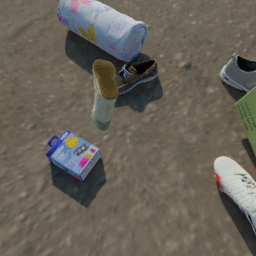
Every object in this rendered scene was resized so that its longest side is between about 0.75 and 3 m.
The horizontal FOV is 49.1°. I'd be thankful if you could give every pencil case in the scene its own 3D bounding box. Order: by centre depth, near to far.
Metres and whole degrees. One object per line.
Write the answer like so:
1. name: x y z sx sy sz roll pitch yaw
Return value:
1. pencil case: -0.787 -3.175 8.523 2.854 1.186 1.294 33 66 18

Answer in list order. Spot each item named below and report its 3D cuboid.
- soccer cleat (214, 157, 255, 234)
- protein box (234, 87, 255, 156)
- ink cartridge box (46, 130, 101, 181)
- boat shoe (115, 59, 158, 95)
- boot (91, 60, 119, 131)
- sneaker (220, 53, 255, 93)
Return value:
1. soccer cleat: 2.652 1.495 5.951 0.777 0.965 2.264 -20 62 -12
2. protein box: 3.749 -0.111 5.939 1.462 2.167 2.152 -14 75 -9
3. ink cartridge box: -1.380 0.609 6.768 1.208 0.461 0.824 27 63 17
4. boat shoe: 0.048 -1.510 7.881 1.731 0.627 0.625 -28 64 -15
5. boot: -0.456 -0.610 5.031 0.410 0.880 1.138 0 46 -15
6. sneaker: 3.653 -1.292 7.589 2.227 0.913 0.832 24 63 13
